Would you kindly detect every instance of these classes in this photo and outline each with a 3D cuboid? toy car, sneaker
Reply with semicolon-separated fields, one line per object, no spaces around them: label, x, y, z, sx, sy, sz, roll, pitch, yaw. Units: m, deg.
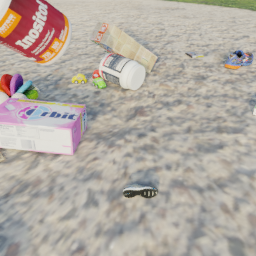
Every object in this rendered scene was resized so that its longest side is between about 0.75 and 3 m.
toy car;-3.879;-1.337;9.685;1.499;1.124;1.312;5;31;8
sneaker;5.398;-3.352;13.331;1.946;0.763;0.733;-26;41;-35
toy car;-1.381;-2.020;11.541;1.579;0.352;1.486;-20;37;-30
sneaker;0.277;1.343;6.115;0.769;0.284;0.305;2;27;4

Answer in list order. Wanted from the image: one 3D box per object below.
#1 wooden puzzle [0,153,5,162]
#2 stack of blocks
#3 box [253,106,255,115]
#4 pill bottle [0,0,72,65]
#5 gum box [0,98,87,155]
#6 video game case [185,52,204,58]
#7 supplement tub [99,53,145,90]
wooden puzzle;-3.713;0.757;7.176;0.874;0.163;0.809;27;41;37
stack of blocks;-0.259;-3.395;11.882;2.792;0.818;1.608;21;7;-47
box;5.042;-0.598;9.308;1.516;0.275;1.094;17;35;24
pill bottle;-2.464;-2.400;5.958;1.348;1.348;2.386;27;3;37
gum box;-2.576;-0.103;7.830;2.544;0.841;1.444;6;31;5
video game case;3.524;-3.889;14.851;0.692;0.098;0.766;-9;33;-14
supplement tub;-0.236;-2.225;11.053;1.596;1.120;1.120;28;41;27
